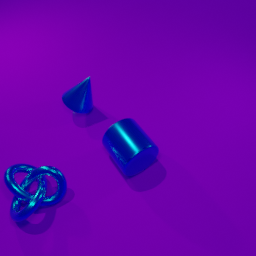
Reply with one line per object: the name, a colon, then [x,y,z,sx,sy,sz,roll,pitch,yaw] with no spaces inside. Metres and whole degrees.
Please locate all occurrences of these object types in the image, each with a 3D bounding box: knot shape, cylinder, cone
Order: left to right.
knot shape: [-2.301,1.512,7.104,1.485,0.733,1.587,-10,59,-7]
cone: [-1.349,-1.166,8.521,1.042,1.046,1.042,20,39,-18]
cylinder: [0.058,0.513,7.642,1.150,1.150,1.150,-28,58,-19]
